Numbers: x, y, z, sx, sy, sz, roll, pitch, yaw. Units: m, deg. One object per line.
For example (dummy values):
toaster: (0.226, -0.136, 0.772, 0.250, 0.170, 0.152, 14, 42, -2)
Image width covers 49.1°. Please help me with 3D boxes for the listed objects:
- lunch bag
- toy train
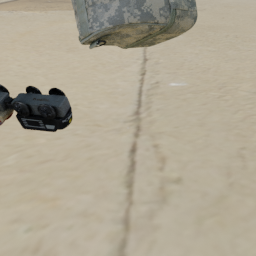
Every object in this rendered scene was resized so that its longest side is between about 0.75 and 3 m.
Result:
lunch bag: (-0.146, -2.442, 4.475, 1.873, 2.233, 1.556, -17, 8, -41)
toy train: (-1.372, -0.210, 2.747, 1.866, 0.427, 0.318, 7, 47, 19)
